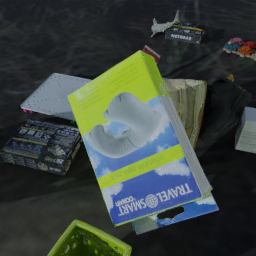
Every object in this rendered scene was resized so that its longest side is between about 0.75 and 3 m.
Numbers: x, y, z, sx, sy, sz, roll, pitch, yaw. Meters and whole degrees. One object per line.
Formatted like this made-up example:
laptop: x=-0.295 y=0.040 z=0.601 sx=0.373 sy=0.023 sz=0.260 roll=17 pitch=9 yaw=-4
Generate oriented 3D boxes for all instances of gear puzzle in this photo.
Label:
gear puzzle: x=4.802 y=-2.933 z=10.482 sx=2.239 sy=0.293 sz=1.160 roll=26 pitch=49 yaw=26

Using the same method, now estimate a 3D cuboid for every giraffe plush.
giraffe plush: x=3.156 y=-1.149 z=8.421 sx=0.618 sy=0.658 sz=0.763 roll=47 pitch=24 yaw=27

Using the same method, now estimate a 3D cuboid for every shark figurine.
shark figurine: x=1.351 y=-4.244 z=11.371 sx=1.504 sy=0.627 sz=0.898 roll=-1 pitch=41 yaw=47

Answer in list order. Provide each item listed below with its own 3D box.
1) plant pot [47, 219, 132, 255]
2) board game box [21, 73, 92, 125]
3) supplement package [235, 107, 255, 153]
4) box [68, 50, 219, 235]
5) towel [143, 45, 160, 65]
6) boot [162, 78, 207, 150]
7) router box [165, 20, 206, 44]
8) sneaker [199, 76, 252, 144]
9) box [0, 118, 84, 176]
plant pot: x=-0.621 y=2.256 z=4.303 sx=1.067 sy=0.973 sz=1.073 roll=19 pitch=46 yaw=20
board game box: x=-1.848 y=-0.913 z=8.314 sx=1.874 sy=0.242 sz=1.874 roll=14 pitch=45 yaw=14
supplement package: x=2.978 y=0.054 z=6.736 sx=0.563 sy=0.940 sz=0.570 roll=11 pitch=43 yaw=12
box: x=0.161 y=0.345 z=4.629 sx=0.644 sy=1.648 sz=2.703 roll=-2 pitch=68 yaw=-62
towel: x=0.638 y=-2.157 z=9.082 sx=0.649 sy=0.103 sz=0.901 roll=32 pitch=72 yaw=-20
boot: x=0.671 y=-0.144 z=6.318 sx=1.847 sy=0.865 sz=2.376 roll=13 pitch=75 yaw=8
router box: x=2.375 y=-3.965 z=11.551 sx=1.437 sy=0.375 sz=1.130 roll=15 pitch=45 yaw=16
sneaker: x=2.246 y=-0.518 z=7.144 sx=1.137 sy=0.951 sz=2.504 roll=45 pitch=44 yaw=1
box: x=-1.996 y=0.395 z=6.768 sx=1.606 sy=0.394 sz=1.295 roll=10 pitch=41 yaw=11
